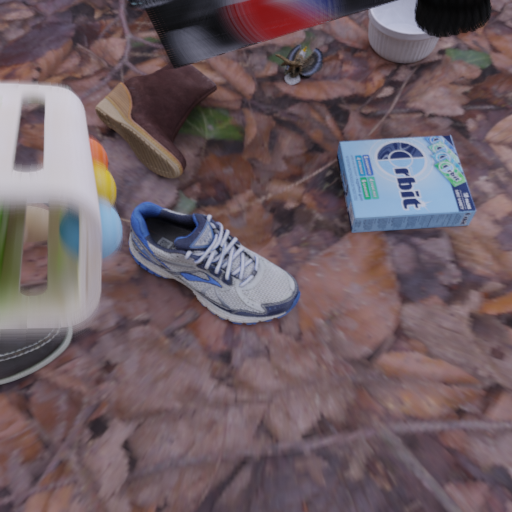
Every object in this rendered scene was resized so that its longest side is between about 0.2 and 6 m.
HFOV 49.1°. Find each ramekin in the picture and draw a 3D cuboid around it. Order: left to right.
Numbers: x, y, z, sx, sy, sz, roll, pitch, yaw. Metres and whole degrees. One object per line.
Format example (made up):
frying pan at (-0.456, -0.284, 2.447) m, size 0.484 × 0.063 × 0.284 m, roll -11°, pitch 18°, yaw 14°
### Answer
ramekin at (2.768, -4.264, 10.449) m, size 1.431 × 0.751 × 1.431 m, roll 0°, pitch 57°, yaw 0°

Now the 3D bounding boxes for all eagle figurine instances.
eagle figurine at (0.804, -3.544, 10.207) m, size 0.631 × 0.628 × 0.832 m, roll 60°, pitch 33°, yaw -11°

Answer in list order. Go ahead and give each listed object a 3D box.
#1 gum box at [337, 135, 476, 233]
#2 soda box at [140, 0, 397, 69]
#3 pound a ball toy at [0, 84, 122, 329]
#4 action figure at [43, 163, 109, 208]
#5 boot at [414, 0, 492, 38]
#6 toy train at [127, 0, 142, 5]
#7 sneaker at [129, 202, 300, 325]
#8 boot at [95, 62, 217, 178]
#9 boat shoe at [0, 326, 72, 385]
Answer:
gum box at (2.267, -1.140, 8.670) m, size 1.806 × 0.402 × 1.535 m, roll -3°, pitch 58°, yaw -2°
soda box at (0.455, -3.466, 6.625) m, size 4.034 × 1.277 × 1.427 m, roll 0°, pitch 39°, yaw 40°
pound a ball toy at (-1.891, -0.364, 5.029) m, size 1.182 × 1.814 × 2.781 m, roll -1°, pitch 31°, yaw -19°
action figure at (-2.734, -1.007, 8.453) m, size 0.764 × 0.656 × 1.285 m, roll 34°, pitch 102°, yaw -10°
boot at (3.229, -3.717, 7.647) m, size 2.247 × 1.680 × 0.846 m, roll 25°, pitch 77°, yaw 27°
toy train at (-2.366, -5.252, 11.362) m, size 0.554 × 0.236 × 0.316 m, roll -12°, pitch 49°, yaw -22°
sneaker at (-0.643, 0.050, 7.503) m, size 2.612 × 1.113 × 1.006 m, roll 22°, pitch 60°, yaw 12°
boot at (-1.363, -2.392, 9.219) m, size 1.869 × 0.813 × 2.246 m, roll -37°, pitch 62°, yaw -19°
boat shoe at (-3.737, 1.124, 6.994) m, size 2.697 × 0.812 × 0.961 m, roll -13°, pitch 59°, yaw -8°
